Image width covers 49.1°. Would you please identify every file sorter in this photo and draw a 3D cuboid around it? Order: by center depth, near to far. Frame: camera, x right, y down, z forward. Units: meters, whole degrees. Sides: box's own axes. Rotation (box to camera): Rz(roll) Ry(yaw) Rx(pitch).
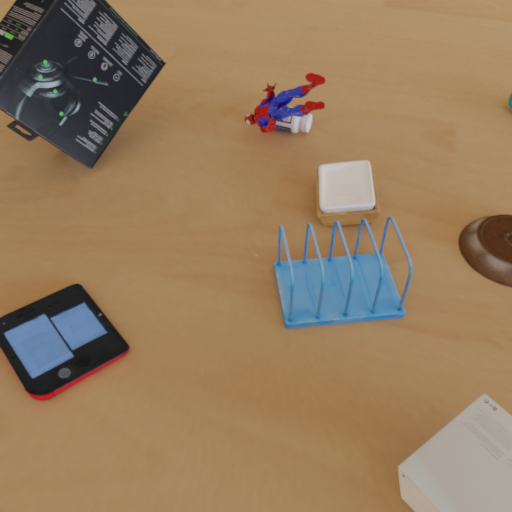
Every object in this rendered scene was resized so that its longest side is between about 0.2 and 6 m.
[{"bbox_3d":[1.199,0.179,7.962,1.725,1.058,1.197,-5,47,-5],"label":"file sorter"}]

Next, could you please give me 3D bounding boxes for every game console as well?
[{"bbox_3d":[-2.685,1.118,7.625,1.379,0.242,1.559,-30,54,-26],"label":"game console"}]

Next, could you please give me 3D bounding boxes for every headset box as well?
[{"bbox_3d":[-3.276,-3.104,9.644,1.211,2.273,2.611,33,88,37],"label":"headset box"}]

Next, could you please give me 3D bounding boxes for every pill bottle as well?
[{"bbox_3d":[0.635,-2.722,11.133,0.889,0.493,0.493,16,48,15],"label":"pill bottle"}]

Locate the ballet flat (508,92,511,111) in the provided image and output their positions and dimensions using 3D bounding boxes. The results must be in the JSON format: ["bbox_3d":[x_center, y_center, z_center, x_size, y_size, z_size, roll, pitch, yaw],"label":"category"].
[{"bbox_3d":[6.100,-2.825,11.143,0.761,0.761,2.191,-27,51,-23],"label":"ballet flat"}]

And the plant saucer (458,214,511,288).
[{"bbox_3d":[4.048,-0.169,8.830,1.608,0.294,1.608,1,46,-1],"label":"plant saucer"}]

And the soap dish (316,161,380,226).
[{"bbox_3d":[1.520,-1.037,9.417,0.992,0.512,1.260,-4,45,9],"label":"soap dish"}]

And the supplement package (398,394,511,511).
[{"bbox_3d":[2.334,2.377,5.715,1.254,0.922,1.199,-34,48,-14],"label":"supplement package"}]

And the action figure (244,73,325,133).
[{"bbox_3d":[0.389,-2.680,10.101,0.584,0.739,2.260,-3,1,-27],"label":"action figure"}]
